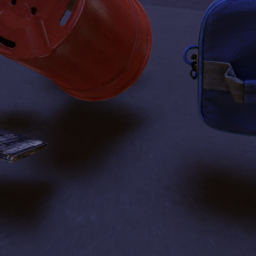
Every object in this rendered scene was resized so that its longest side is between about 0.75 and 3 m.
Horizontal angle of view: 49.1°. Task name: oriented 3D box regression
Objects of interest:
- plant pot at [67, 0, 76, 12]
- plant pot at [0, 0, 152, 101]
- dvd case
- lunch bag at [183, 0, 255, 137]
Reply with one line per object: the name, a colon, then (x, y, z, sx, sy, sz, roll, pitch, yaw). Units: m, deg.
plant pot: (-1.035, -4.246, 7.943, 2.831, 2.456, 2.831, -37, 26, 21)
plant pot: (-1.166, -2.034, 5.477, 2.801, 2.801, 2.724, 12, 4, 16)
dvd case: (-2.437, 0.133, 4.548, 1.871, 0.149, 1.391, 16, 6, 2)
lunch bag: (2.237, -0.981, 3.834, 2.914, 1.980, 1.928, 4, 33, 20)
